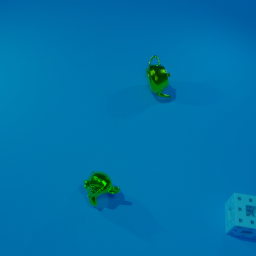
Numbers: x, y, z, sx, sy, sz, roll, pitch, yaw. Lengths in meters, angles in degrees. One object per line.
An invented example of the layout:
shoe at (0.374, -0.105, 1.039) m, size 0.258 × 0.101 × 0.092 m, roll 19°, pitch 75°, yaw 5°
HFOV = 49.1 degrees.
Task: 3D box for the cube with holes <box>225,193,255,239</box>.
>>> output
cube with holes at (2.761, 2.062, 6.543) m, size 0.753 × 0.753 × 0.753 m, roll 8°, pitch 56°, yaw 6°

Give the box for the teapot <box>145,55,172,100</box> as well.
teapot at (0.984, -1.528, 8.789) m, size 0.733 × 0.931 × 1.497 m, roll -17°, pitch 101°, yaw -2°

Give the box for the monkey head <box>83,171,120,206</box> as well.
monkey head at (-0.713, 1.479, 6.899) m, size 0.658 × 0.786 × 1.092 m, roll -21°, pitch 30°, yaw -38°
